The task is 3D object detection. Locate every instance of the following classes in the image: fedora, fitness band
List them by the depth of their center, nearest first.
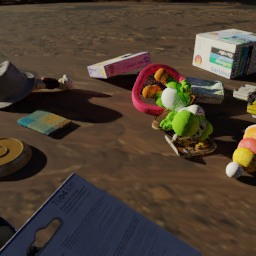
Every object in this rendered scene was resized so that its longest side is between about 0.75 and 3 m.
[{"bbox_3d":[1.257,-1.595,11.342,1.954,0.509,2.720,15,54,12],"label":"fitness band"},{"bbox_3d":[-5.091,-1.966,11.524,2.223,1.135,2.513,-30,37,-9],"label":"fedora"}]

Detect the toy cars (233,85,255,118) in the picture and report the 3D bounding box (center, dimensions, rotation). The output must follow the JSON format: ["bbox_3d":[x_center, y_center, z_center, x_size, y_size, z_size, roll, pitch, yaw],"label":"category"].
[{"bbox_3d":[4.873,-0.986,10.908,1.314,0.649,2.932,2,27,1],"label":"toy cars"}]

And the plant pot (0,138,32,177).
[{"bbox_3d":[-3.823,0.780,8.177,1.918,0.264,1.918,0,29,0],"label":"plant pot"}]

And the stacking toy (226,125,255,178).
[{"bbox_3d":[3.306,0.817,7.617,1.676,1.224,1.224,-37,43,-19],"label":"stacking toy"}]

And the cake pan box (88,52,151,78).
[{"bbox_3d":[-0.421,-3.050,13.576,2.521,0.660,2.322,-22,21,-19],"label":"cake pan box"}]

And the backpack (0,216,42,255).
[{"bbox_3d":[-2.388,2.452,4.228,1.749,1.289,1.916,20,35,31],"label":"backpack"}]

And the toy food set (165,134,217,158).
[{"bbox_3d":[1.926,0.420,8.649,1.318,0.398,0.946,-9,31,-14],"label":"toy food set"}]

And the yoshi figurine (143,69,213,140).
[{"bbox_3d":[1.521,-0.666,8.843,1.463,1.468,2.613,-33,63,-12],"label":"yoshi figurine"}]

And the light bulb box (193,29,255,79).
[{"bbox_3d":[5.547,-4.093,15.099,2.831,1.766,2.806,-17,34,-27],"label":"light bulb box"}]

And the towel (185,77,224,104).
[{"bbox_3d":[3.121,-1.674,12.190,2.071,0.499,1.772,8,30,14],"label":"towel"}]

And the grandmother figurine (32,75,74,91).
[{"bbox_3d":[-3.737,-1.959,12.485,2.639,0.799,1.600,-2,31,-9],"label":"grandmother figurine"}]

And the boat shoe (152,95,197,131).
[{"bbox_3d":[1.685,-0.577,9.998,2.297,0.776,0.827,-27,39,-38],"label":"boat shoe"}]

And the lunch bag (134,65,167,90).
[{"bbox_3d":[1.206,-2.213,12.789,1.460,0.930,1.241,22,35,15],"label":"lunch bag"}]

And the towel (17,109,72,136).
[{"bbox_3d":[-2.968,-0.200,9.979,1.617,0.175,1.186,20,35,28],"label":"towel"}]

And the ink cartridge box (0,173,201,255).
[{"bbox_3d":[-0.470,2.349,4.267,2.810,0.608,2.759,30,37,9],"label":"ink cartridge box"}]
